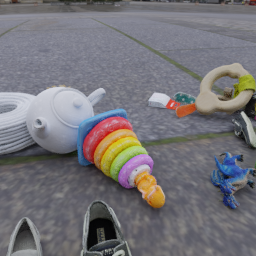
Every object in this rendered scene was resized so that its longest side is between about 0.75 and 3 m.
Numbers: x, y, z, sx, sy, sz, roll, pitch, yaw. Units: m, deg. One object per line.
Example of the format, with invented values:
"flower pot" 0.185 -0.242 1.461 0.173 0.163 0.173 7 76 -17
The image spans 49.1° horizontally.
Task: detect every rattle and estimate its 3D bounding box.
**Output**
"rattle" 3.086 -0.955 10.043 2.716 1.768 1.940 -35 -14 10

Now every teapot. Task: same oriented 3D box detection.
"teapot" -1.572 -0.367 7.321 1.918 1.419 1.943 20 51 -31

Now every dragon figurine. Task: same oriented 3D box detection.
"dragon figurine" 2.224 0.979 6.373 0.980 0.580 1.970 -3 29 -6

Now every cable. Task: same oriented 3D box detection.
"cable" -3.784 -0.263 8.313 2.849 0.986 2.849 -20 33 -33

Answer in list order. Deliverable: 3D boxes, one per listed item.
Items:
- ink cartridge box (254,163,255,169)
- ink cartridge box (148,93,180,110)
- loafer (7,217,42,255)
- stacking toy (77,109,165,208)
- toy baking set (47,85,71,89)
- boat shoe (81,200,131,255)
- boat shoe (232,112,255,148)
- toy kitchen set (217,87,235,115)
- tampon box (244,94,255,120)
"ink cartridge box" 3.887 0.594 7.221 0.840 0.480 1.617 16 31 28
"ink cartridge box" 1.401 -1.024 10.603 1.095 0.312 0.890 5 27 19
"loafer" -1.583 2.097 4.194 0.599 0.598 1.713 -9 29 -16
"stacking toy" 0.006 0.794 6.241 1.377 1.457 2.510 -19 44 -30
"toy baking set" -2.970 -1.529 11.716 1.020 0.155 1.329 -3 27 1
"boat shoe" -0.339 2.038 4.152 0.820 0.739 2.320 -7 28 -14
"boat shoe" 3.437 0.121 8.280 0.517 0.550 1.531 -31 25 25
"toy kitchen set" 3.493 -1.012 10.091 0.850 0.694 0.767 21 34 34
"tampon box" 4.601 -0.762 9.578 0.958 0.718 0.605 -12 30 -22
